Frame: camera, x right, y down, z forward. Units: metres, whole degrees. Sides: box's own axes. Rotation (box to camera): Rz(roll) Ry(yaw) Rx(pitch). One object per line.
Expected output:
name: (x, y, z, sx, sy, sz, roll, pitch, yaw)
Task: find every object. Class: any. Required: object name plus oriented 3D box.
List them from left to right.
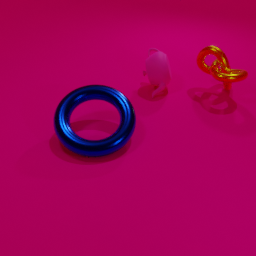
ring: (-0.791, -0.222, 6.755, 1.987, 0.397, 1.987, 1, 61, -2)
teapot: (0.865, -1.702, 8.503, 0.829, 1.052, 1.692, -11, 71, 15)
knot shape: (2.667, -1.771, 8.195, 1.470, 0.726, 1.570, 41, 14, 2)
